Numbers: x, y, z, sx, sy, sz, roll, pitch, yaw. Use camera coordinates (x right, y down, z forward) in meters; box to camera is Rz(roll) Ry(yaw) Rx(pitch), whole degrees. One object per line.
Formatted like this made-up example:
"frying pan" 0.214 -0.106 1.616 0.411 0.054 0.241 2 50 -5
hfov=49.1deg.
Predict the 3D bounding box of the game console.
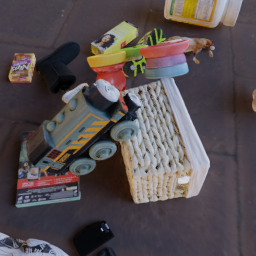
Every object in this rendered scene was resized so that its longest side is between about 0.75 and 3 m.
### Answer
"game console" -0.646 3.190 7.039 0.978 0.200 1.659 -28 59 -18

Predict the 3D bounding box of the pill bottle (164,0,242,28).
"pill bottle" 3.159 -5.223 11.852 2.956 1.667 1.667 15 57 10

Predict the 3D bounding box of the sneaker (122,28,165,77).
"sneaker" 0.552 -2.840 10.865 2.296 0.866 0.877 -51 24 -15

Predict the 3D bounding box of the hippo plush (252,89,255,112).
"hippo plush" 5.263 -1.087 9.320 1.535 1.909 1.520 29 14 -9

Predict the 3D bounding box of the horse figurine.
"horse figurine" 2.197 -3.114 10.994 2.596 0.648 1.720 -1 44 6

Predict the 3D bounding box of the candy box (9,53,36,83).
"candy box" -4.003 -2.291 10.661 0.738 0.357 1.265 -1 58 -2

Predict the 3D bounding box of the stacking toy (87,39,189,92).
"stacking toy" 0.512 -1.938 8.916 2.970 1.254 2.689 -4 19 18

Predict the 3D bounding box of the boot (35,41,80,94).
"boot" -2.300 -2.219 10.345 1.967 0.751 1.653 -34 58 -13

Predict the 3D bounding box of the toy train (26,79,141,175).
"toy train" -1.070 0.079 6.733 2.955 1.684 1.259 -40 49 24

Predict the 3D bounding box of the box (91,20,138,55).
"box" -0.514 -3.615 11.464 0.768 0.512 2.041 36 62 21

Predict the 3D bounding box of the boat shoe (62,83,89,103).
"boat shoe" -1.521 -1.005 8.562 0.381 0.373 1.070 41 48 10

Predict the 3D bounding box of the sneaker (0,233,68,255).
"sneaker" -2.647 3.338 6.527 2.463 0.925 1.416 6 56 11

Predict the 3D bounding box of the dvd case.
"dvd case" -2.362 1.073 8.433 1.782 0.269 2.442 -7 57 -5

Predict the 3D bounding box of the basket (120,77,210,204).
"basket" 0.735 0.398 7.836 1.846 2.029 2.993 -12 56 -5
